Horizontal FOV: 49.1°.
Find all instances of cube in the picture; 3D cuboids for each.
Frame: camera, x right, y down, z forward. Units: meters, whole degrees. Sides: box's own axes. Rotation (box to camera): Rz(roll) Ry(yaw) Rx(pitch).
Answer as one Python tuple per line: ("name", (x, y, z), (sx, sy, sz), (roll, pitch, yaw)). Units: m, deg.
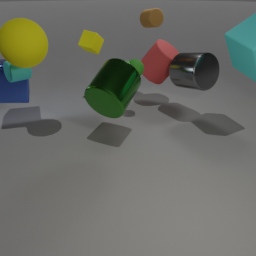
("cube", (4.104, -2.517, 8.670), (1.400, 1.400, 1.400), (-34, 41, 3))
("cube", (-4.524, -1.808, 10.681), (1.400, 1.400, 1.400), (-2, 22, -18))
("cube", (-1.577, -3.675, 12.016), (0.700, 0.700, 0.700), (21, 0, 22))

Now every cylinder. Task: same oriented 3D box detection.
("cylinder", (-0.476, -1.273, 9.058), (1.400, 1.400, 1.400), (14, 57, 24))
("cylinder", (0.941, -4.387, 11.193), (0.700, 0.700, 0.700), (-17, 23, -28))
("cylinder", (2.575, -2.230, 10.961), (1.400, 1.400, 1.400), (-17, 21, -29))
("cylinder", (1.403, -2.891, 12.328), (1.400, 1.400, 1.400), (25, 40, -24))
("cylinder", (-3.763, -1.966, 9.549), (0.700, 0.700, 0.700), (-22, 35, -37))

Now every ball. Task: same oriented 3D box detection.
("ball", (0.256, -2.255, 10.609), (0.700, 0.700, 0.700), (0, 28, 0))
("ball", (-3.068, -2.475, 8.213), (1.400, 1.400, 1.400), (0, 28, 0))
